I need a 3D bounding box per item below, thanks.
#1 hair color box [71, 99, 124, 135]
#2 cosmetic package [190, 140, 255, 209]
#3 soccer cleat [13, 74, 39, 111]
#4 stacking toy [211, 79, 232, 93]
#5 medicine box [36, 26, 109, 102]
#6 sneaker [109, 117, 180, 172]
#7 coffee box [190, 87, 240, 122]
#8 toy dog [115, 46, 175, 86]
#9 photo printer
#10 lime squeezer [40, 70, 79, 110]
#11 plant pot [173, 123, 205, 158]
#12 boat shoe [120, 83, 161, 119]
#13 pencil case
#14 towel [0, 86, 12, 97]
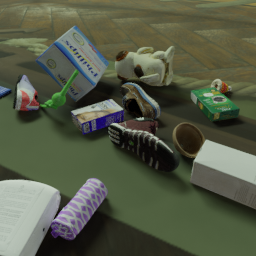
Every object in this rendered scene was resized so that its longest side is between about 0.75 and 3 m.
[{"bbox_3d":[-1.191,-0.481,11.127,1.842,0.597,1.007,-22,41,-25],"label":"hair color box"},{"bbox_3d":[3.136,1.344,8.197,2.290,0.971,1.232,20,41,26],"label":"cosmetic package"},{"bbox_3d":[-4.534,-1.571,12.563,1.010,0.941,2.760,10,28,-24],"label":"soccer cleat"},{"bbox_3d":[4.488,-1.889,13.246,0.971,0.709,0.709,6,31,-25],"label":"stacking toy"},{"bbox_3d":[-2.409,-2.990,12.838,1.377,2.436,2.675,-32,23,29],"label":"medicine box"},{"bbox_3d":[0.844,0.293,9.633,2.921,1.105,1.687,28,40,34],"label":"sneaker"},{"bbox_3d":[3.663,-1.058,12.047,1.266,0.453,2.058,-10,36,-13],"label":"coffee box"},{"bbox_3d":[0.661,-2.888,13.713,2.677,1.868,2.595,15,50,24],"label":"toy dog"},{"bbox_3d":[-2.910,2.276,7.017,1.941,0.810,2.333,6,35,10],"label":"photo printer"},{"bbox_3d":[-2.908,-1.184,11.053,0.541,2.867,1.012,13,57,-41],"label":"lime squeezer"},{"bbox_3d":[1.975,0.492,9.548,1.245,0.575,1.245,13,57,-21],"label":"plant pot"},{"bbox_3d":[0.273,-1.153,11.780,0.913,0.912,2.524,-21,40,-28],"label":"boat shoe"},{"bbox_3d":[-1.250,2.086,7.398,0.757,0.743,1.771,-20,17,38],"label":"pencil case"},{"bbox_3d":[-6.482,-1.757,13.272,1.586,0.189,1.148,18,38,23],"label":"towel"}]
